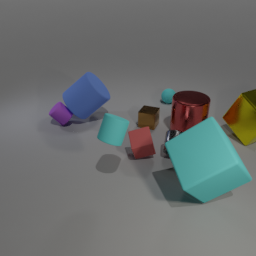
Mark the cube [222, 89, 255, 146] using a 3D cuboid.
[{"bbox_3d":[4.629,-0.446,10.136,1.400,1.400,1.400,-16,60,-27],"label":"cube"}]

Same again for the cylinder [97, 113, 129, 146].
[{"bbox_3d":[-0.400,0.042,7.531,0.700,0.700,0.700,19,8,-3],"label":"cylinder"}]

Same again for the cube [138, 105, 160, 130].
[{"bbox_3d":[0.843,-0.428,11.300,0.700,0.700,0.700,11,31,19],"label":"cube"}]

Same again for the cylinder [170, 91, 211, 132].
[{"bbox_3d":[2.361,-0.543,10.758,1.400,1.400,1.400,0,30,0],"label":"cylinder"}]

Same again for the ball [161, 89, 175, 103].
[{"bbox_3d":[1.933,-1.521,13.303,0.700,0.700,0.700,0,29,0],"label":"ball"}]

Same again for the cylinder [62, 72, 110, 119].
[{"bbox_3d":[-1.679,-1.310,11.386,1.400,1.400,1.400,-37,24,16],"label":"cylinder"}]

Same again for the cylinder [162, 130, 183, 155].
[{"bbox_3d":[1.556,0.510,9.325,0.700,0.700,0.700,9,70,16],"label":"cylinder"}]

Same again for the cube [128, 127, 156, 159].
[{"bbox_3d":[0.459,0.489,9.190,0.700,0.700,0.700,-15,53,5],"label":"cube"}]

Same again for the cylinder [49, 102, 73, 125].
[{"bbox_3d":[-2.701,-0.586,11.300,0.700,0.700,0.700,-36,28,22],"label":"cylinder"}]

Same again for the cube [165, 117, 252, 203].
[{"bbox_3d":[2.024,0.848,7.125,1.400,1.400,1.400,-32,50,19],"label":"cube"}]
